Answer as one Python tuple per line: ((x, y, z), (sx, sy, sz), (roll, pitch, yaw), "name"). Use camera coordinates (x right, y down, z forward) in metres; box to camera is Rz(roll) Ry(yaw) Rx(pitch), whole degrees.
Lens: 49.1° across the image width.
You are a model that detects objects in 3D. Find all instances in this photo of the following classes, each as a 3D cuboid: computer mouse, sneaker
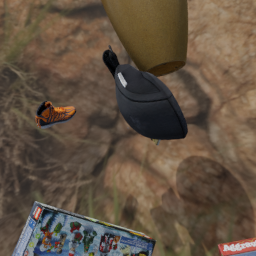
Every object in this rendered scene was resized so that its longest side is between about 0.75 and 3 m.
((0.205, -0.234, 5.159), (0.668, 2.038, 2.903), (-31, 35, -5), "computer mouse")
((-1.251, -0.295, 4.906), (0.759, 0.425, 0.294), (-29, 50, -33), "sneaker")

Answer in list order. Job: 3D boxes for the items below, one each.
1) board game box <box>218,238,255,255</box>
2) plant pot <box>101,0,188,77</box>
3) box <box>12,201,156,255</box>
((1.875, 2.313, 3.533), (1.157, 0.219, 2.247), (-12, 108, 5), "board game box")
((0.478, -1.965, 5.359), (1.688, 1.688, 1.812), (-15, 83, -5), "plant pot")
((-0.660, 2.123, 4.169), (2.140, 0.427, 1.465), (28, 76, -31), "box")
